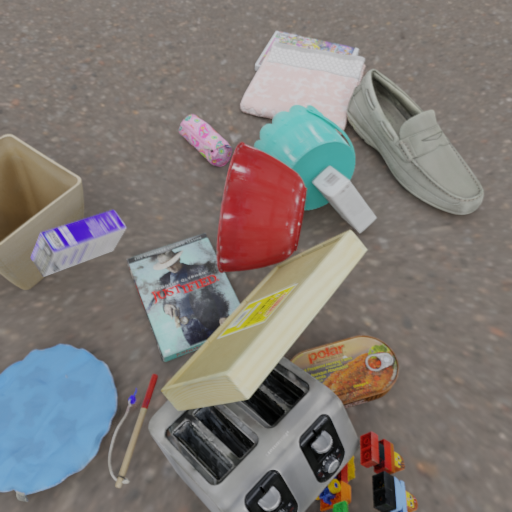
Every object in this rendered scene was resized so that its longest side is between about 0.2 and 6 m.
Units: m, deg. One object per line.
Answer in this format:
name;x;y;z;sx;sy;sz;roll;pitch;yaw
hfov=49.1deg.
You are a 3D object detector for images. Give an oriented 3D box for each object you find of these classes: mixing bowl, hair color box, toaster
mixing bowl;0.150;-0.625;8.218;1.063;1.963;1.963;9;54;6
hair color box;-2.458;-0.188;7.785;1.164;0.636;0.377;-28;76;-44
toaster;-0.073;2.295;7.261;1.964;1.289;2.172;-39;44;-22

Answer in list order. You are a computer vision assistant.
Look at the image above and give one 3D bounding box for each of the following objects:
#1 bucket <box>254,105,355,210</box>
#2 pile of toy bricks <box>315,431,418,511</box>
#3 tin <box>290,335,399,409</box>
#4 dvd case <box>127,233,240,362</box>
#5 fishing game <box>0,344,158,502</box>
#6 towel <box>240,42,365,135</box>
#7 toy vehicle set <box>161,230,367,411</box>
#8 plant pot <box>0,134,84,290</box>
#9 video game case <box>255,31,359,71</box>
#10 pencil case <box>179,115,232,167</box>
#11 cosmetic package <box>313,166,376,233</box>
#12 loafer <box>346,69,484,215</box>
bucket;0.901;-1.735;10.177;1.721;1.721;1.120;-21;51;-15
pile of toy bricks;1.470;3.587;6.778;1.317;1.480;2.668;34;39;-22
tin;1.283;1.799;8.491;1.760;0.368;0.985;-13;59;-10
dvd case;-1.175;0.627;9.410;1.499;0.226;2.054;-19;55;-13
fishing game;-3.024;2.335;8.043;3.111;0.484;2.228;4;53;13
towel;1.081;-3.771;12.391;2.317;0.373;2.213;16;63;12
toy vehicle set;0.116;0.766;6.824;0.344;1.614;2.597;51;54;-9
plant pot;-4.013;-0.559;9.388;1.879;1.663;1.876;31;60;22
video game case;1.214;-4.661;13.290;2.114;0.190;1.514;17;56;12
pencil case;-1.033;-2.345;11.373;0.562;0.562;1.286;-31;59;-21
cosmetic package;1.566;-0.977;9.864;0.457;1.235;0.628;-43;44;4
loafer;3.045;-2.213;10.775;1.208;1.205;3.453;-29;65;-25
